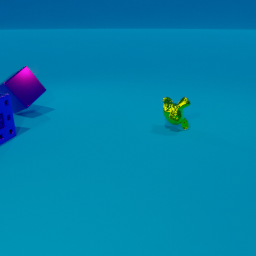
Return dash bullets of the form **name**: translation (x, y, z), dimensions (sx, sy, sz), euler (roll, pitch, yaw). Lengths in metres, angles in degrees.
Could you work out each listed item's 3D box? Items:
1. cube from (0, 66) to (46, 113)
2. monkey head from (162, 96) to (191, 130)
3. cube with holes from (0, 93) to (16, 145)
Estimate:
- **cube**: translation (-3.393, -1.187, 8.791), dimensions (0.972, 0.972, 0.972), euler (-10, 36, 44)
- **monkey head**: translation (1.353, -0.494, 7.660), dimensions (0.812, 1.129, 0.680), euler (-38, -14, 14)
- **cube with holes**: translation (-3.644, -0.185, 6.836), dimensions (1.141, 1.141, 1.141), euler (6, 22, 14)
